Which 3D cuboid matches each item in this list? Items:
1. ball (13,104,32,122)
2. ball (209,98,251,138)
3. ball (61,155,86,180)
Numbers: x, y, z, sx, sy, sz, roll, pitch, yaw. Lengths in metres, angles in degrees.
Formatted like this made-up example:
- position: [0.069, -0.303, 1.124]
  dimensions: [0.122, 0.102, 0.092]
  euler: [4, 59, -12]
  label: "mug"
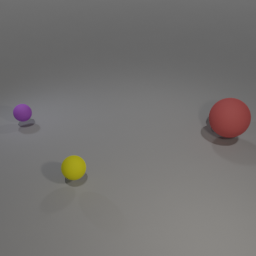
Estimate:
- position: [-4.163, -0.601, 11.059]
  dimensions: [0.700, 0.700, 0.700]
  euler: [0, 30, 0]
  label: "ball"
- position: [3.574, -0.361, 9.869]
  dimensions: [1.400, 1.400, 1.400]
  euler: [0, 30, 0]
  label: "ball"
- position: [-1.540, 1.126, 7.938]
  dimensions: [0.700, 0.700, 0.700]
  euler: [0, 30, 0]
  label: "ball"
